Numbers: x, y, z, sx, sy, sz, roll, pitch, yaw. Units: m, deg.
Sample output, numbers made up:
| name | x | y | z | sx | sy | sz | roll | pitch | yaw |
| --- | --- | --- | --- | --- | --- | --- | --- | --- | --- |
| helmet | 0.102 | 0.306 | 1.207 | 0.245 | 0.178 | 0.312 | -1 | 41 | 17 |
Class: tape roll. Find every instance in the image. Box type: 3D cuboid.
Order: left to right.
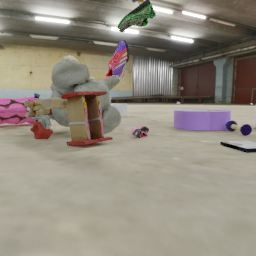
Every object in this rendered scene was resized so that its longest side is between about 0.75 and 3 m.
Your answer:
| name | x | y | z | sx | sy | sz | roll | pitch | yaw |
| --- | --- | --- | --- | --- | --- | --- | --- | --- | --- |
| tape roll | 2.632 | -0.318 | 10.027 | 1.969 | 0.646 | 1.969 | 0 | 7 | 0 |

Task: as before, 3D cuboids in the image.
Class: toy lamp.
| name | x | y | z | sx | sy | sz | roll | pitch | yaw |
| --- | --- | --- | --- | --- | --- | --- | --- | --- | --- |
| toy lamp | 3.336 | -0.026 | 8.579 | 0.376 | 0.376 | 1.291 | 0 | 6 | -4 |

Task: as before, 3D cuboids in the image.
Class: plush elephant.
| name | x | y | z | sx | sy | sz | roll | pitch | yaw |
| --- | --- | --- | --- | --- | --- | --- | --- | --- | --- |
| plush elephant | -1.261 | -0.962 | 8.470 | 2.286 | 2.432 | 2.953 | -12 | 27 | 36 |

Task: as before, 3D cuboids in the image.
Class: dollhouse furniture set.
| name | x | y | z | sx | sy | sz | roll | pitch | yaw |
| --- | --- | --- | --- | --- | --- | --- | --- | --- | --- |
| dollhouse furniture set | -1.502 | -0.199 | 6.811 | 2.169 | 1.167 | 0.882 | -3 | 3 | 39 |

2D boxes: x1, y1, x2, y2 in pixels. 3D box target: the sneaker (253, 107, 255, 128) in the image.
| name | x | y | z | sx | sy | sz | roll | pitch | yaw |
| --- | --- | --- | --- | --- | --- | --- | --- | --- | --- |
| sneaker | 5.157 | -0.616 | 10.320 | 0.915 | 1.168 | 2.350 | 3 | 6 | 25 |

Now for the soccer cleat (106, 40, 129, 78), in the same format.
| name | x | y | z | sx | sy | sz | roll | pitch | yaw |
| --- | --- | --- | --- | --- | --- | --- | --- | --- | --- |
| soccer cleat | -0.448 | -2.763 | 11.599 | 0.717 | 0.669 | 1.960 | -15 | -28 | -22 |

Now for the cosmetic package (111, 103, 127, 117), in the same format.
| name | x | y | z | sx | sy | sz | roll | pitch | yaw |
| --- | --- | --- | --- | --- | --- | --- | --- | --- | --- |
| cosmetic package | -1.001 | -1.004 | 15.904 | 1.136 | 0.827 | 2.234 | 3 | 8 | 24 |

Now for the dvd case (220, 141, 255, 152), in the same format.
| name | x | y | z | sx | sy | sz | roll | pitch | yaw |
| --- | --- | --- | --- | --- | --- | --- | --- | --- | --- |
| dvd case | 2.523 | 0.381 | 5.947 | 0.693 | 0.085 | 0.971 | -1 | 6 | -13 |

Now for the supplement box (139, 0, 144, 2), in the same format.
| name | x | y | z | sx | sy | sz | roll | pitch | yaw |
| --- | --- | --- | --- | --- | --- | --- | --- | --- | --- |
| supplement box | 0.661 | -3.767 | 7.083 | 1.227 | 0.408 | 0.422 | -29 | -11 | 27 |

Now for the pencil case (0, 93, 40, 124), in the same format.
| name | x | y | z | sx | sy | sz | roll | pitch | yaw |
| --- | --- | --- | --- | --- | --- | --- | --- | --- | --- |
| pencil case | -4.627 | -0.615 | 10.330 | 1.348 | 1.306 | 2.877 | 20 | 19 | 36 |

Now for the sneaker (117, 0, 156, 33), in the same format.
| name | x | y | z | sx | sy | sz | roll | pitch | yaw |
| --- | --- | --- | --- | --- | --- | --- | --- | --- | --- |
| sneaker | 0.277 | -3.992 | 10.432 | 1.728 | 0.736 | 0.674 | -18 | 27 | 45 |

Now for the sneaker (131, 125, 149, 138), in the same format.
| name | x | y | z | sx | sy | sz | roll | pitch | yaw |
| --- | --- | --- | --- | --- | --- | --- | --- | --- | --- |
| sneaker | 0.408 | 0.140 | 7.704 | 0.372 | 0.308 | 0.780 | 28 | 20 | 27 |
